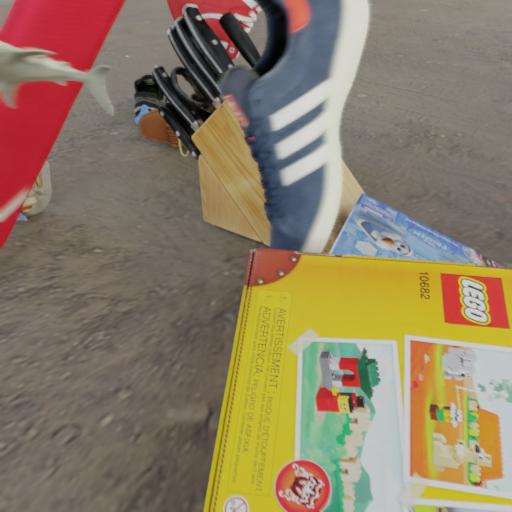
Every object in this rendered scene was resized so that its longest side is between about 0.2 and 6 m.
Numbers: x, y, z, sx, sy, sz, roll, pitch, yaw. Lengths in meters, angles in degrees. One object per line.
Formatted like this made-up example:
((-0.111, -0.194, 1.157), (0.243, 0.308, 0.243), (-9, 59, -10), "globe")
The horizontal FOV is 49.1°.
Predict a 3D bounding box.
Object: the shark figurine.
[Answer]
((-1.946, -1.532, 4.884), (0.788, 0.550, 1.318), (19, 12, 34), "shark figurine")

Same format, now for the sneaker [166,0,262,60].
((-0.035, -4.554, 10.069), (3.029, 1.704, 1.079), (-13, 31, 3), "sneaker")

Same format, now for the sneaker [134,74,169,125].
((-2.712, -4.369, 15.053), (0.960, 1.122, 2.709), (1, 32, -1), "sneaker")

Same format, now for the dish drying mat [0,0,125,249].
((-2.574, -1.832, 6.419), (0.422, 4.638, 1.781), (28, 3, 2), "dish drying mat")

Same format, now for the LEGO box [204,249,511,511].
((1.060, 1.783, 4.065), (2.676, 1.386, 3.593), (5, 52, 7), "LEGO box")

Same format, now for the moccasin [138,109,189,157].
((-1.390, -2.845, 12.903), (2.731, 0.999, 1.054), (12, 24, 1), "moccasin")

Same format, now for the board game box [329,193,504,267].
((2.122, 0.335, 7.518), (2.356, 0.511, 2.345), (28, 39, 6), "board game box")

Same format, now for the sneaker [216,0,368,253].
((0.160, -1.148, 5.181), (1.157, 2.738, 1.026), (4, 9, -19), "sneaker")

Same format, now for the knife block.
((0.167, -2.055, 9.069), (4.108, 3.606, 1.314), (23, 40, 32), "knife block")

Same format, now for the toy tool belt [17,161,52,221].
((-4.819, -1.086, 9.572), (2.403, 1.501, 1.477), (-3, 24, -4), "toy tool belt")
